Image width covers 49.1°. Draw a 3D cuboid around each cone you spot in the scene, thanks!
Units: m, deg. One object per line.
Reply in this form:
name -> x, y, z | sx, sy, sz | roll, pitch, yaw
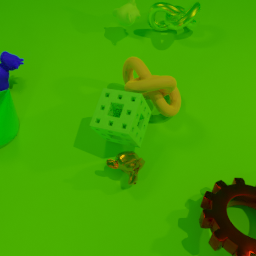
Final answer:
cone -> -3.054, -0.518, 6.631 | 1.450, 1.456, 1.450 | 23, 50, -30

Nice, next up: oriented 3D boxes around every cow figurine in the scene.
cow figurine -> -3.504, -1.528, 7.885 | 1.188, 1.208, 0.663 | -7, 37, -14

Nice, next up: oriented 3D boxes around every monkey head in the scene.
monkey head -> -0.049, -3.774, 9.006 | 0.740, 0.884, 1.229 | -27, 41, -16
monkey head -> 0.011, 0.906, 6.476 | 1.026, 0.738, 0.618 | 0, 8, -42

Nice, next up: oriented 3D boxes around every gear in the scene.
gear -> 2.465, 1.871, 5.636 | 1.970, 0.364, 1.970 | 3, 38, -2

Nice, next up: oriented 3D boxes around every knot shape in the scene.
knot shape -> 1.471, -3.652, 9.221 | 1.716, 0.847, 1.834 | 4, 18, 9
knot shape -> 0.714, -1.022, 7.421 | 0.903, 1.829, 1.955 | -58, 27, 8

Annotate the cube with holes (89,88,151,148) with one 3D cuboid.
cube with holes -> -0.143, -0.228, 6.743 | 0.993, 0.993, 0.993 | 12, 73, 22
